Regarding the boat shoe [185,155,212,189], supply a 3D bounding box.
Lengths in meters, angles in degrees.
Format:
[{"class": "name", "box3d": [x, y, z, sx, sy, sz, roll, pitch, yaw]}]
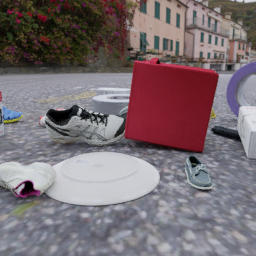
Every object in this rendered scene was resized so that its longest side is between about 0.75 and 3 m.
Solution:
[{"class": "boat shoe", "box3d": [1.642, 1.028, 6.641, 0.486, 0.412, 1.334, -1, 14, -2]}]

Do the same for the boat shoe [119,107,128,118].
[{"class": "boat shoe", "box3d": [0.638, -0.453, 11.570, 2.341, 0.852, 0.723, 1, 29, 21]}]

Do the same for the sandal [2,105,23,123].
[{"class": "sandal", "box3d": [-5.669, -0.666, 12.512, 1.904, 0.829, 0.757, 2, 12, 0]}]

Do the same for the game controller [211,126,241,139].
[{"class": "game controller", "box3d": [3.831, 0.189, 10.363, 0.772, 0.312, 1.481, 8, 8, -36]}]

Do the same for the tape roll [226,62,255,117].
[{"class": "tape roll", "box3d": [5.758, -1.533, 12.094, 2.689, 2.689, 1.142, 10, 17, 35]}]

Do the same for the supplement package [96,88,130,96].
[{"class": "supplement package", "box3d": [-0.795, -1.695, 15.981, 1.829, 1.073, 1.069, 7, 16, 26]}]

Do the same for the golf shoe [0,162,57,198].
[{"class": "golf shoe", "box3d": [-2.364, 1.125, 5.983, 1.614, 0.608, 0.738, -6, 34, 17]}]

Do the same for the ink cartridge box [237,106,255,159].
[{"class": "ink cartridge box", "box3d": [4.392, 0.106, 8.665, 1.597, 0.902, 2.180, 3, 23, 12]}]

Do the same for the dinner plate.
[{"class": "dinner plate", "box3d": [-0.671, 1.041, 6.842, 2.881, 0.349, 2.881, -1, 13, 0]}]

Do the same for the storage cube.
[{"class": "storage cube", "box3d": [1.490, -0.844, 9.471, 2.529, 2.814, 2.405, 10, 15, 12]}]

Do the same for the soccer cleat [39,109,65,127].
[{"class": "soccer cleat", "box3d": [-3.105, -0.409, 12.112, 0.727, 0.585, 1.706, 15, 22, 21]}]

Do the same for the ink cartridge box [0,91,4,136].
[{"class": "ink cartridge box", "box3d": [-4.946, -0.414, 9.793, 0.690, 1.666, 1.214, 2, 15, -1]}]

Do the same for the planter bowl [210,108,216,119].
[{"class": "planter bowl", "box3d": [3.195, -1.144, 14.016, 2.400, 0.999, 2.400, 0, 15, 0]}]

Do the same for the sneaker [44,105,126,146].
[{"class": "sneaker", "box3d": [-1.358, -0.152, 9.100, 2.811, 1.232, 1.063, -4, 47, 3]}]

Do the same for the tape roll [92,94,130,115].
[{"class": "tape roll", "box3d": [-0.313, -1.052, 13.761, 2.830, 0.935, 2.830, 1, 14, 0]}]
